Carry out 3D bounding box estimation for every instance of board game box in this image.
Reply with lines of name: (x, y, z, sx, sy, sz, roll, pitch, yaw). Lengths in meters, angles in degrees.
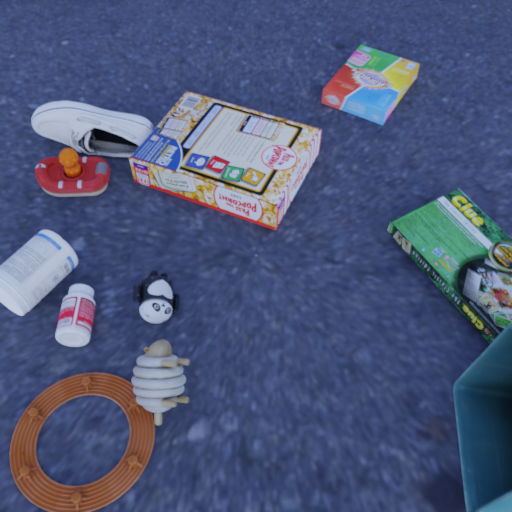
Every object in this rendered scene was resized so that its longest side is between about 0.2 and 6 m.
board game box: (3.719, 0.262, 9.116, 1.601, 0.359, 3.057, -26, 60, -16)
board game box: (2.516, -3.771, 12.253, 1.464, 0.386, 1.913, 25, 57, 18)
board game box: (-0.534, -1.911, 10.649, 2.951, 0.683, 2.235, 20, 55, 15)

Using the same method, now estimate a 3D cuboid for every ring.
ring: (-2.366, 2.462, 7.621, 1.951, 0.187, 1.951, 1, 52, -1)

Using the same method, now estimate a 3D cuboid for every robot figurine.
robot figurine: (-1.564, 0.644, 8.795, 0.633, 0.526, 0.843, -8, 53, 4)

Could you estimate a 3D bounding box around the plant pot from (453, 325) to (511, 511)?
plant pot: (4.088, 2.247, 6.873, 2.568, 1.815, 1.814, 10, 53, -2)

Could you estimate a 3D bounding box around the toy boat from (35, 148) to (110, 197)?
toy boat: (-3.406, -1.618, 10.319, 1.315, 0.860, 0.858, -3, 53, -2)

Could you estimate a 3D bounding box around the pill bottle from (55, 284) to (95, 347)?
pill bottle: (-2.756, 0.902, 8.616, 0.501, 0.501, 0.893, -1, 52, -1)

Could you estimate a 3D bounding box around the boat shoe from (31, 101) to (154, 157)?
boat shoe: (-3.250, -2.360, 10.946, 2.436, 0.876, 0.800, 11, 48, -2)

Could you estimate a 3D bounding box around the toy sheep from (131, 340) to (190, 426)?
toy sheep: (-1.330, 1.746, 7.726, 0.810, 0.810, 1.175, 3, 84, 2)

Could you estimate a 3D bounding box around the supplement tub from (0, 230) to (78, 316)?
supplement tub: (-3.548, 0.251, 8.925, 0.814, 0.814, 1.233, 28, 57, 20)
